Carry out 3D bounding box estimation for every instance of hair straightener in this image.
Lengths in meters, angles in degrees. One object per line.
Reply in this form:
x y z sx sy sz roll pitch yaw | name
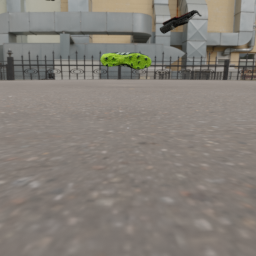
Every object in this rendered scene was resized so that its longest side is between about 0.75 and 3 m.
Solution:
1.286 -2.618 7.063 1.270 0.489 0.260 1 -35 49 | hair straightener

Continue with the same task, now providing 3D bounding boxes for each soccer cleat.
-0.062 -2.154 8.742 1.581 0.534 0.641 1 31 -8 | soccer cleat
